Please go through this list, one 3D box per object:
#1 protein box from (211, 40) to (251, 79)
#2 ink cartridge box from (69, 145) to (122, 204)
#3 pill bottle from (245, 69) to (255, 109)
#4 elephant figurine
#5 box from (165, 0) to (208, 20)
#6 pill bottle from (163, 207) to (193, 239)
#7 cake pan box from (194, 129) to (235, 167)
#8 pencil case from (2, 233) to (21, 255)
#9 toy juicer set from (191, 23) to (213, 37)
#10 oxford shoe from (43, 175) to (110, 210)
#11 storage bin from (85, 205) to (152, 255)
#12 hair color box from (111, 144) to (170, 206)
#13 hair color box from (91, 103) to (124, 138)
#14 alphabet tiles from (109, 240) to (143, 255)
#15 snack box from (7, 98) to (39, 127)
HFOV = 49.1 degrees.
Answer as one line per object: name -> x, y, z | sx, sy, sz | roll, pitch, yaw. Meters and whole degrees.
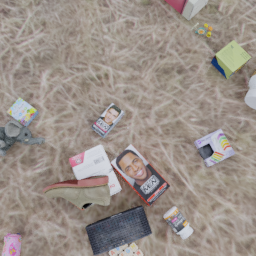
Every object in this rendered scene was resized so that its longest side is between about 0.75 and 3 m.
protein box -> 4.447, -2.954, 12.159 | 1.103, 0.744, 1.095 | -39, 79, -9
ink cartridge box -> -1.255, 1.841, 10.923 | 1.403, 0.817, 1.926 | -24, 76, -6
pill bottle -> 5.849, -1.978, 11.592 | 1.380, 1.380, 2.414 | 30, 78, 7
elephant figurine -> -4.505, 0.273, 11.278 | 1.760, 1.245, 1.365 | -30, 123, -17
box -> 2.541, -6.278, 12.778 | 2.123, 1.157, 1.358 | 44, 80, 10
pill bottle -> 1.905, 3.585, 10.578 | 0.639, 0.639, 1.099 | -39, 79, -9
cake pan box -> 3.496, 0.820, 11.435 | 1.285, 0.336, 1.184 | -23, 75, -6
pencil case -> -4.330, 4.676, 10.334 | 0.638, 0.638, 1.460 | 0, 75, 0
toy juicer set -> 3.332, -4.434, 12.609 | 0.956, 0.608, 0.260 | 17, 68, 3
oxford shoe -> -1.898, 2.382, 9.885 | 2.984, 1.051, 1.116 | -14, 84, 35
storage bin -> -0.323, 3.639, 10.139 | 2.145, 1.450, 1.006 | -20, 77, -5
hair color box -> 0.468, 1.845, 10.985 | 1.132, 0.683, 2.230 | -43, 79, -10
hair color box -> -0.831, -0.315, 11.673 | 0.665, 0.407, 1.344 | 38, 78, 9
alphabet tiles -> -0.073, 4.937, 10.518 | 1.260, 0.092, 1.232 | -37, 79, -8
snack box -> -4.424, -0.668, 11.802 | 0.987, 0.334, 0.832 | 35, 79, 10
